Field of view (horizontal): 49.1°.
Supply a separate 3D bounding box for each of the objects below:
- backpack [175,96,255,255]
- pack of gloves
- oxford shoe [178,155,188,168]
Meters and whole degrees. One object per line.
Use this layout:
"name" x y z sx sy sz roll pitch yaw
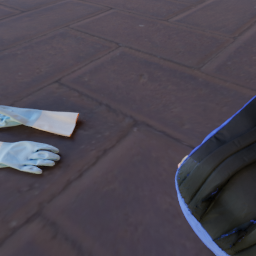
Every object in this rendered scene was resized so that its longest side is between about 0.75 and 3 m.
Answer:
"backpack" 2.326 1.009 4.718 2.854 2.395 2.319 -37 61 -9
"pack of gloves" -2.880 0.075 7.239 2.690 0.531 2.260 5 42 5
"oxford shoe" 1.712 0.908 6.239 1.136 0.419 0.402 15 35 -15
